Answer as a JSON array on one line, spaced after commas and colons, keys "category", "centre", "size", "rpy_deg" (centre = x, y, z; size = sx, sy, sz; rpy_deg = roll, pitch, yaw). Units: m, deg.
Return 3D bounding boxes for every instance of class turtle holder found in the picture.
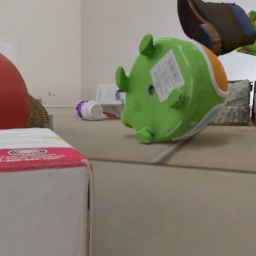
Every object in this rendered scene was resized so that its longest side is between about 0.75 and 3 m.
[{"category": "turtle holder", "centre": [0.901, -0.538, 5.728], "size": [1.820, 2.563, 1.947], "rpy_deg": [-5, 39, -34]}]

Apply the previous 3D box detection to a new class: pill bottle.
[{"category": "pill bottle", "centre": [-1.576, -0.716, 11.384], "size": [0.792, 0.792, 1.409], "rpy_deg": [-4, 7, -33]}]

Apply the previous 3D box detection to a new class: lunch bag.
[{"category": "lunch bag", "centre": [3.220, -0.877, 9.415], "size": [1.787, 1.499, 1.245], "rpy_deg": [2, 6, 21]}]

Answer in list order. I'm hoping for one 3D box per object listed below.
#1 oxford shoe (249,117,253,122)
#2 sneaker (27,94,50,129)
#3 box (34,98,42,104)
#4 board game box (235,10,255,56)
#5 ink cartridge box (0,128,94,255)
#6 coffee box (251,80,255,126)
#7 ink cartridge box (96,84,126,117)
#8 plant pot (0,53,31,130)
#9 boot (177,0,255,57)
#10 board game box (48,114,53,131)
[{"category": "oxford shoe", "centre": [4.727, -0.368, 9.823], "size": [1.109, 0.415, 0.391], "rpy_deg": [4, 7, 35]}, {"category": "sneaker", "centre": [-2.528, -0.087, 5.998], "size": [0.870, 1.374, 2.443], "rpy_deg": [-2, 35, -45]}, {"category": "box", "centre": [-3.543, -0.436, 8.122], "size": [1.924, 0.914, 0.748], "rpy_deg": [-7, 10, -44]}, {"category": "board game box", "centre": [3.836, -2.227, 7.086], "size": [1.894, 0.962, 0.451], "rpy_deg": [14, 2, 2]}, {"category": "ink cartridge box", "centre": [-0.861, 0.352, 1.597], "size": [1.033, 0.599, 1.400], "rpy_deg": [-2, 4, -21]}, {"category": "coffee box", "centre": [5.114, -0.757, 8.488], "size": [2.381, 1.362, 0.949], "rpy_deg": [1, 18, 16]}, {"category": "ink cartridge box", "centre": [-0.005, -1.161, 12.317], "size": [2.408, 1.031, 1.777], "rpy_deg": [0, -16, 12]}, {"category": "plant pot", "centre": [-2.519, -0.282, 3.898], "size": [1.675, 1.675, 1.482], "rpy_deg": [2, 16, 22]}, {"category": "boot", "centre": [1.929, -2.501, 6.449], "size": [1.130, 2.330, 0.871], "rpy_deg": [-12, -32, -7]}, {"category": "board game box", "centre": [-2.384, -0.140, 7.330], "size": [0.458, 0.450, 0.873], "rpy_deg": [-5, 8, -43]}]
